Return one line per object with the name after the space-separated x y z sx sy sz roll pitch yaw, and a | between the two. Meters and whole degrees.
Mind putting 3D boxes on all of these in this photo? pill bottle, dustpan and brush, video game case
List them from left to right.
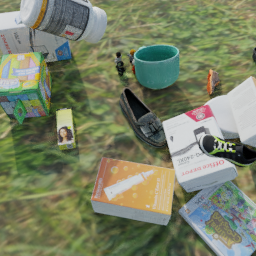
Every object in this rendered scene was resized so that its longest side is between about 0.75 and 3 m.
-1.967 -3.555 8.812 2.426 1.412 1.412 7 48 -40 | pill bottle
2.757 -0.288 9.909 2.454 0.702 1.713 -4 60 -10 | dustpan and brush
2.883 2.628 8.158 1.918 0.232 2.106 -34 63 -20 | video game case

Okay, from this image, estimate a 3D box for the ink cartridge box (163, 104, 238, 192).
2.181 0.630 8.705 1.628 0.934 2.241 -22 55 17 | ink cartridge box

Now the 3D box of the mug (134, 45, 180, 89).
1.128 -2.345 10.719 1.671 1.258 2.034 -1 36 11 | mug

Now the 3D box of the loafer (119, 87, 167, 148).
0.469 -0.395 9.795 0.910 0.797 2.533 -30 62 -18 | loafer

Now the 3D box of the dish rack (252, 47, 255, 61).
6.340 -3.089 11.722 2.005 0.547 1.538 -31 63 -19 | dish rack

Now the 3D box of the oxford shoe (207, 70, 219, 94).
3.359 -1.790 10.943 0.448 0.438 1.230 13 57 3 | oxford shoe

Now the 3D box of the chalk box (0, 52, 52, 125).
-3.673 -1.310 9.990 1.491 1.498 2.408 -5 58 -3 | chalk box

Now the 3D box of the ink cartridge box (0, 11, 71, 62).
-3.748 -3.616 11.238 2.594 1.900 1.114 -12 58 -8 | ink cartridge box

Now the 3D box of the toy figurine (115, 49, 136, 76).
-0.051 -2.687 11.368 0.978 0.680 0.963 -8 57 -4 | toy figurine

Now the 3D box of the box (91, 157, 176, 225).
0.180 1.841 8.168 2.194 1.069 1.365 9 57 6 | box

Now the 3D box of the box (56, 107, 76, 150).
-2.180 -0.001 9.792 0.572 0.381 1.519 -10 57 -7 | box

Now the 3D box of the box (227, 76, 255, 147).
4.422 -0.415 9.276 1.543 1.078 2.027 17 52 -28 | box

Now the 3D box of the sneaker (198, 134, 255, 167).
1.820 0.349 4.968 1.149 0.476 0.412 19 63 -13 | sneaker
